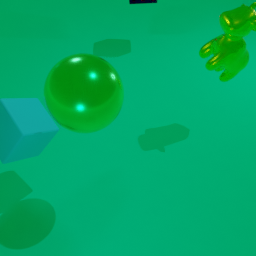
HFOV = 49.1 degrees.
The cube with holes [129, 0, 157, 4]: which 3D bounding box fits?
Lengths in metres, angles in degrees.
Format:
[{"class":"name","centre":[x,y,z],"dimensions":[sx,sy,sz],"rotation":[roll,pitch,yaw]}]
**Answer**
[{"class":"cube with holes","centre":[0.550,-5.330,10.230],"dimensions":[1.042,1.042,1.042],"rotation":[0,60,7]}]

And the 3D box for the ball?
[{"class":"ball","centre":[-0.684,-0.536,4.421],"dimensions":[1.246,1.246,1.246],"rotation":[0,48,0]}]

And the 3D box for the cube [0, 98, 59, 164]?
[{"class":"cube","centre":[-2.251,0.029,5.893],"dimensions":[0.949,0.949,0.949],"rotation":[52,27,15]}]

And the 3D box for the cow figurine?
[{"class":"cow figurine","centre":[2.545,-2.004,6.652],"dimensions":[1.675,1.648,0.919],"rotation":[23,42,-42]}]
